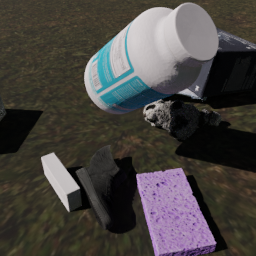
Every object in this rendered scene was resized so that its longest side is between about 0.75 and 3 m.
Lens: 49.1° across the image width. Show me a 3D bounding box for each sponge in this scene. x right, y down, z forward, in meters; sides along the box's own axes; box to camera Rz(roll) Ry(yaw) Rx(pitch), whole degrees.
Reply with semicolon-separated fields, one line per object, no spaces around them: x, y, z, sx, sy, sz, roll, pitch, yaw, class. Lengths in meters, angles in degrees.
0.922;1.725;5.957;1.143;0.306;2.050;-6;36;-8;sponge

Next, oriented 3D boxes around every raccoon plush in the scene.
1.523;-0.315;8.615;2.264;1.095;1.517;12;11;-35;raccoon plush

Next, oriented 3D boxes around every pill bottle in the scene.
0.357;-1.263;5.495;1.549;1.549;2.795;-28;7;-33;pill bottle

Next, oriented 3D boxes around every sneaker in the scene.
-0.476;1.241;6.346;1.095;0.631;2.100;-20;37;-18;sneaker

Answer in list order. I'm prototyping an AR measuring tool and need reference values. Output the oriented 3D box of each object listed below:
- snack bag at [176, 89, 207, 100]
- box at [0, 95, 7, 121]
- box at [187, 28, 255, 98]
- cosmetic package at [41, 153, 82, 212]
1.515;-1.923;10.487;2.496;0.283;2.647;12;32;-6;snack bag
-4.753;-0.287;8.089;1.359;1.065;2.185;3;36;4;box
2.934;-2.560;10.270;2.821;1.656;2.774;-11;39;-31;box
-1.538;1.205;6.447;0.356;0.581;1.408;-23;42;-27;cosmetic package
